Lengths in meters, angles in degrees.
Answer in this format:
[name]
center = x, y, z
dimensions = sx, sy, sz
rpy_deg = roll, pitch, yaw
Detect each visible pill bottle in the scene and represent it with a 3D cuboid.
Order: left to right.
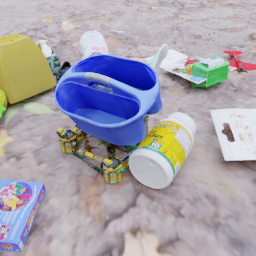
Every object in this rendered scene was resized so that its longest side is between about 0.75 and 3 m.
[pill bottle]
center = 1.027, 0.493, 7.501
dimensions = 1.206, 1.206, 2.138
rpy_deg = 21, 44, 24

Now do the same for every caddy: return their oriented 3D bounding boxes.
[caddy]
center = -0.475, -0.794, 6.727
dimensions = 2.722, 1.429, 1.925
rpy_deg = 19, 67, 30

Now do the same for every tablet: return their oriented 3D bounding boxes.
[tablet]
center = 1.786, -3.222, 12.961
dimensions = 1.789, 0.122, 1.164
rpy_deg = -29, 47, -30

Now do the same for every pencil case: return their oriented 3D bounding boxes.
[pencil case]
center = -1.477, -3.290, 12.248
dimensions = 1.234, 1.131, 2.721
rpy_deg = -13, 40, -1

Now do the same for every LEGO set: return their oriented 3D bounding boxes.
[LEGO set]
center = -0.693, 0.056, 7.729
dimensions = 2.074, 1.563, 2.697
rpy_deg = -29, 46, -32

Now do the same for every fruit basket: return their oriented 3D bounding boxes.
[fruit basket]
center = 2.834, -2.486, 11.341
dimensions = 2.069, 1.047, 2.234
rpy_deg = -21, 41, -24

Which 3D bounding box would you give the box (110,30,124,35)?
[box]
center = -0.612, -5.284, 15.468
dimensions = 0.806, 0.156, 0.167
rpy_deg = 16, 42, 19

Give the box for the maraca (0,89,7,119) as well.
[maraca]
center = -4.492, -0.730, 9.350
dimensions = 1.035, 0.807, 1.509
rpy_deg = -37, 52, 8

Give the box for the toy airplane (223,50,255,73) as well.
[toy airplane]
center = 4.841, -2.989, 12.473
dimensions = 1.996, 0.367, 1.996
rpy_deg = 1, 39, -1

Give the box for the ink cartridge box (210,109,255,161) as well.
[ink cartridge box]
center = 4.005, 0.342, 8.199
dimensions = 2.858, 0.676, 2.288
rpy_deg = -1, 40, 4

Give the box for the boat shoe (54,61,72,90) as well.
[boat shoe]
center = -2.525, -2.070, 11.128
dimensions = 0.705, 0.626, 1.887
rpy_deg = 4, 39, 5

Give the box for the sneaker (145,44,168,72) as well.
[sneaker]
center = 0.984, -2.581, 10.177
dimensions = 0.656, 0.409, 1.112
rpy_deg = 24, 85, 46

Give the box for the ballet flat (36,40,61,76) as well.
[ballet flat]
center = -3.637, -3.350, 12.431
dimensions = 1.084, 1.084, 2.921
rpy_deg = -19, 43, -22

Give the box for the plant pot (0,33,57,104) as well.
[plant pot]
center = -4.058, -2.321, 10.214
dimensions = 1.896, 1.940, 1.884
rpy_deg = -31, 40, -33

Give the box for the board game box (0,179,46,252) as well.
[board game box]
center = -2.679, 1.935, 6.397
dimensions = 1.082, 0.360, 1.610
rpy_deg = 4, 39, 5

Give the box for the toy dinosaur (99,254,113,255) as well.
[toy dinosaur]
center = 0.263, 2.882, 5.178
dimensions = 2.115, 0.502, 0.932
rpy_deg = 8, 33, 5
